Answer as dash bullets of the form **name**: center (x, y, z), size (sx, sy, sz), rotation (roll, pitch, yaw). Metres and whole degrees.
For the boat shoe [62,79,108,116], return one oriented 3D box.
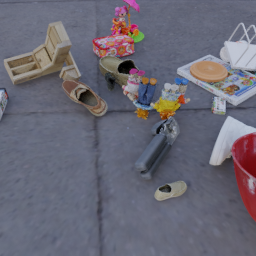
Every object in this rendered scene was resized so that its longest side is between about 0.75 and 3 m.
- **boat shoe**: center (-1.536, -1.165, 9.550), size (2.010, 0.722, 0.761), rotation (32, 84, 22)

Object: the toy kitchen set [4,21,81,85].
- **toy kitchen set**: center (-3.162, -2.285, 10.388), size (2.111, 2.339, 1.909), rotation (-25, 88, -26)

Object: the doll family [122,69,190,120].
- **doll family**: center (0.820, -0.899, 9.043), size (2.306, 1.431, 1.039), rotation (13, 45, 7)

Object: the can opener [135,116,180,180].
- **can opener**: center (0.816, 0.519, 8.196), size (0.804, 0.641, 2.404), rotation (-9, 29, 43)

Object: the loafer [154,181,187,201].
- **loafer**: center (1.103, 1.557, 7.077), size (0.912, 0.311, 0.345), rotation (-19, 45, -20)

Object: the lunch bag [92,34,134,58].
- **lunch bag**: center (-0.710, -3.818, 12.937), size (1.760, 0.721, 1.550), rotation (-18, 40, -21)

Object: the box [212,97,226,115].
- **box**: center (3.199, -0.799, 9.880), size (0.451, 0.142, 0.819), rotation (10, 42, 11)

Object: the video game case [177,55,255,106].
- **video game case**: center (3.709, -2.016, 11.180), size (2.067, 0.260, 2.887), rotation (-27, 48, -28)

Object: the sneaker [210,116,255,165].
- **sneaker**: center (3.121, 0.472, 7.874), size (1.219, 0.777, 2.110), rotation (25, 43, 19)

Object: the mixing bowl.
- **mixing bowl**: center (3.679, 1.391, 6.042), size (2.971, 1.609, 2.971), rotation (0, 26, 0)

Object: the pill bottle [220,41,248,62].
- **pill bottle**: center (4.753, -3.428, 12.432), size (1.231, 0.703, 0.703), rotation (-27, 48, -26)

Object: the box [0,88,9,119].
- **box**: center (-5.687, -0.699, 9.502), size (2.785, 0.484, 1.533), rotation (-3, 41, -3)

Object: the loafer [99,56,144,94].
- **loafer**: center (-0.189, -2.277, 10.947), size (1.066, 0.945, 2.803), rotation (-28, 48, -28)

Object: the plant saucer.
- **plant saucer**: center (3.209, -2.300, 11.128), size (1.472, 0.238, 1.472), rotation (-1, 41, 0)

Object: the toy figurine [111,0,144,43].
- **toy figurine**: center (-0.182, -5.285, 13.620), size (2.114, 1.946, 1.587), rotation (-27, 48, -26)

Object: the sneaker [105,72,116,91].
- **sneaker**: center (-0.650, -1.840, 10.393), size (0.335, 0.502, 0.877), rotation (1, 53, -17)

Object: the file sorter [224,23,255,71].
- **file sorter**: center (5.255, -3.237, 11.284), size (2.048, 1.275, 1.421), rotation (4, 61, -12)
